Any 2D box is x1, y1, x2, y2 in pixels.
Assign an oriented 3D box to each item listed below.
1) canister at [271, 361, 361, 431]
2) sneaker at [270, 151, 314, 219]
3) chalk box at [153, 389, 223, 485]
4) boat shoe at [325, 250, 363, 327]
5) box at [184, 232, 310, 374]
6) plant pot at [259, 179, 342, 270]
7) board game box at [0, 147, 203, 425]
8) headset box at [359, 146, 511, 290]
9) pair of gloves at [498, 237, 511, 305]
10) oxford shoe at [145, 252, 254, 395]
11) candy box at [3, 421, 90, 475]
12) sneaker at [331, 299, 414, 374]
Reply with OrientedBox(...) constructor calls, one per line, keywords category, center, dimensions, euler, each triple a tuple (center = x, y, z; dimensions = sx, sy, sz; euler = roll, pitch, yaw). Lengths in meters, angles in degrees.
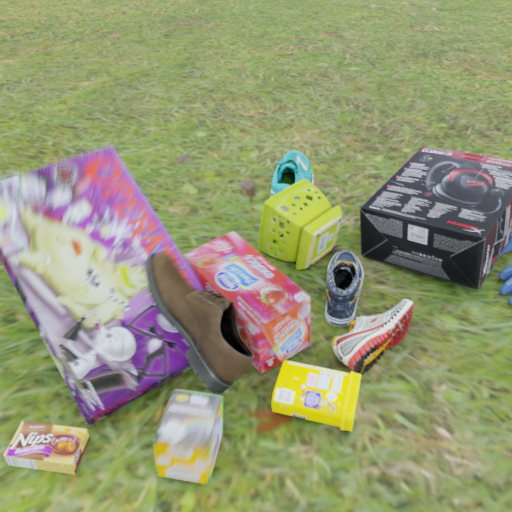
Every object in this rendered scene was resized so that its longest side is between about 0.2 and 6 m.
OrientedBox(category="canister", center=(0.937, 2.130, 8.669), dimensions=(1.240, 0.536, 0.921), euler=(10, 40, 14))
OrientedBox(category="sneaker", center=(0.850, -1.860, 13.232), dimensions=(0.979, 1.006, 2.527), euler=(7, 39, 8))
OrientedBox(category="chalk box", center=(-0.903, 2.462, 8.014), dimensions=(0.772, 0.768, 1.240), euler=(6, 31, 8))
OrientedBox(category="boat shoe", center=(1.701, 0.337, 10.571), dimensions=(0.715, 0.917, 2.021), euler=(6, 39, 8))
OrientedBox(category="box", center=(-0.177, 0.748, 9.786), dimensions=(1.123, 1.172, 2.352), euler=(-27, 45, -24))
OrientedBox(category="plant pot", center=(0.945, -0.570, 11.450), dimensions=(1.198, 1.320, 1.314), euler=(36, 51, 27))
OrientedBox(category="board game box", center=(-2.622, 0.259, 9.492), dimensions=(2.625, 0.706, 4.373), euler=(-24, 70, -32))
OrientedBox(category="headset box", center=(4.061, -1.031, 11.681), dimensions=(2.502, 1.263, 3.366), euler=(18, 44, 33))
OrientedBox(category="pair of gloves", center=(5.410, 0.001, 11.380), dimensions=(2.435, 0.345, 3.029), euler=(-25, 39, -21))
OrientedBox(category="oxford shoe", center=(-0.832, 0.809, 8.646), dimensions=(2.447, 1.033, 0.889), euler=(53, 18, 15))
OrientedBox(category="candy box", center=(-3.005, 2.757, 8.082), dimensions=(1.017, 0.287, 0.593), euler=(6, 39, 6))
OrientedBox(category="sneaker", center=(2.050, 1.225, 9.639), dimensions=(1.848, 0.719, 0.759), euler=(-29, 46, -32))
